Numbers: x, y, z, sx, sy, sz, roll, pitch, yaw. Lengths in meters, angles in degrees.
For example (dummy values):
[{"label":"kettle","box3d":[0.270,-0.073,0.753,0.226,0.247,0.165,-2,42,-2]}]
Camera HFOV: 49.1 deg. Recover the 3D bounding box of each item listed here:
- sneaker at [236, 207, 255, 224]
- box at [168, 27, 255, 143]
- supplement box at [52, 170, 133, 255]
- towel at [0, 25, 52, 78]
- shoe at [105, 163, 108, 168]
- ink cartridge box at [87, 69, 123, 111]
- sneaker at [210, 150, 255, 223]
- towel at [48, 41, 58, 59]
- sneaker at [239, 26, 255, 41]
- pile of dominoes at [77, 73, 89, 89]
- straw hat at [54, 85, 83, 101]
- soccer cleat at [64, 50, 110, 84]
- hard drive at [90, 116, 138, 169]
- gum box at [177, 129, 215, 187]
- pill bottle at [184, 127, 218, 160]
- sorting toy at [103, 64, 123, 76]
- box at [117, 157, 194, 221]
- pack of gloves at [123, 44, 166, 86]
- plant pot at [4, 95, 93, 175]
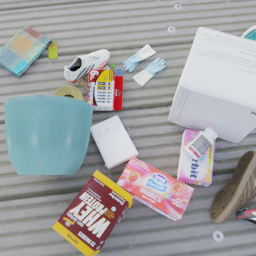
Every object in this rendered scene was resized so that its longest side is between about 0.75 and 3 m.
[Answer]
[{"label":"sneaker","box3d":[4.377,3.031,9.354,1.473,0.521,0.719,0,66,-1]},{"label":"box","box3d":[3.232,-1.359,9.838,2.881,2.867,2.468,18,69,7]},{"label":"supplement box","box3d":[-0.975,2.691,8.706,1.336,1.985,2.013,34,72,12]},{"label":"towel","box3d":[-4.543,-3.345,12.004,1.616,0.239,2.203,32,73,12]},{"label":"shoe","box3d":[-0.430,1.185,10.241,0.903,0.241,0.316,-22,70,-9]},{"label":"ink cartridge box","box3d":[-0.857,-1.467,10.837,1.313,0.627,1.496,1,79,1]},{"label":"sneaker","box3d":[3.913,2.156,9.472,1.066,0.994,2.823,37,82,-9]},{"label":"towel","box3d":[-3.259,-3.382,12.141,0.382,0.080,0.887,-8,69,-2]},{"label":"sneaker","box3d":[5.432,-3.718,11.813,2.708,1.049,1.078,-30,80,-11]},{"label":"pile of dominoes","box3d":[-1.442,-1.963,11.523,1.142,0.182,0.890,29,71,11]},{"label":"straw hat","box3d":[-2.310,-0.990,10.955,1.244,0.526,1.244,0,79,1]},{"label":"soccer cleat","box3d":[-1.628,-2.626,11.272,2.171,0.925,0.745,-35,71,-16]},{"label":"hard drive","box3d":[-0.552,0.490,10.374,1.196,0.230,1.813,-24,61,-9]},{"label":"gum box","box3d":[2.458,1.010,10.085,1.100,0.641,1.938,10,69,5]},{"label":"pill bottle","box3d":[2.459,0.499,9.415,1.097,0.607,0.607,-44,74,1]},{"label":"sorting toy","box3d":[-0.923,-2.030,11.476,1.535,0.209,0.864,-36,74,-12]},{"label":"box","box3d":[0.872,2.062,9.405,2.285,1.173,1.082,26,71,11]},{"label":"pack of gloves","box3d":[0.703,-2.722,11.754,1.631,0.322,1.370,-40,73,-14]},{"label":"plant pot","box3d":[-2.623,0.405,9.287,2.886,2.886,2.316,0,81,0]}]
